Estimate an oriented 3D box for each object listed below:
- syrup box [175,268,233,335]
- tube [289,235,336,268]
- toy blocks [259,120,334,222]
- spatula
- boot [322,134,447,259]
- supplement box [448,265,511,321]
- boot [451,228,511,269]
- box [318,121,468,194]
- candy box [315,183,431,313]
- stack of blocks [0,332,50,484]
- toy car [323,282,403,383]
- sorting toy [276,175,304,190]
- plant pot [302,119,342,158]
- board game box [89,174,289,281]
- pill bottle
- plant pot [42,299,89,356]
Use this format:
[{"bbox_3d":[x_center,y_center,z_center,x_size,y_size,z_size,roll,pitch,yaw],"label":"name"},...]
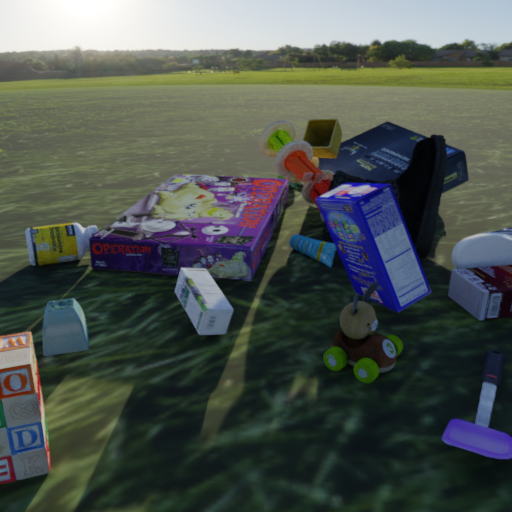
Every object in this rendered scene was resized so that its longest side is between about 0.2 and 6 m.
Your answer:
[{"bbox_3d":[-0.797,0.654,8.305,0.461,0.446,1.133,2,29,-32],"label":"syrup box"},{"bbox_3d":[1.125,-0.143,10.915,0.297,0.456,1.178,5,11,-38],"label":"tube"},{"bbox_3d":[1.288,-1.586,12.151,2.130,0.928,2.555,38,14,-49],"label":"toy blocks"},{"bbox_3d":[2.711,1.654,6.555,0.686,0.249,2.426,12,24,25],"label":"spatula"},{"bbox_3d":[2.571,-1.398,11.211,2.163,1.089,2.893,13,63,11],"label":"boot"},{"bbox_3d":[4.106,0.544,8.970,1.711,0.521,0.931,-4,22,-12],"label":"supplement box"},{"bbox_3d":[4.407,-0.078,10.277,2.468,0.898,1.115,1,14,-19],"label":"boot"},{"bbox_3d":[3.086,-2.147,13.923,2.661,0.861,3.374,-26,31,-7],"label":"box"},{"bbox_3d":[1.731,-0.179,8.436,0.676,1.754,1.483,-26,14,-10],"label":"candy box"},{"bbox_3d":[-3.203,1.603,5.263,2.239,1.289,0.656,-8,23,-19],"label":"stack of blocks"},{"bbox_3d":[1.420,0.912,7.267,0.860,1.091,0.896,16,27,34],"label":"toy car"},{"bbox_3d":[1.829,-2.141,15.901,2.627,0.387,1.941,-14,26,-32],"label":"sorting toy"},{"bbox_3d":[1.567,-2.600,12.791,0.740,0.745,0.762,7,-18,31],"label":"plant pot"},{"bbox_3d":[-1.111,-0.863,12.323,3.097,0.833,5.160,7,22,7],"label":"board game box"},{"bbox_3d":[-3.679,-0.246,10.688,1.282,0.718,0.718,-9,24,-22],"label":"pill bottle"},{"bbox_3d":[-2.685,0.951,7.828,0.600,0.613,0.601,-6,23,-16],"label":"plant pot"}]
